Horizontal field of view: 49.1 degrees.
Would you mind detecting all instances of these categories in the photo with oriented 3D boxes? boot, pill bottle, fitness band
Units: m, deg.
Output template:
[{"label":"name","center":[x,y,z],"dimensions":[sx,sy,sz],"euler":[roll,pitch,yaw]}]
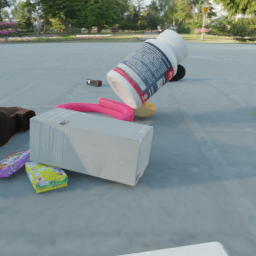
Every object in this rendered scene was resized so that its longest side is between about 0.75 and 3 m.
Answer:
[{"label":"boot","center":[1.533,-3.154,16.108],"dimensions":[2.673,0.972,2.839],"euler":[-16,18,-18]},{"label":"pill bottle","center":[0.659,-1.854,8.609],"dimensions":[2.383,1.425,1.425],"euler":[-43,34,-10]},{"label":"boot","center":[-4.515,-0.225,7.748],"dimensions":[2.909,0.934,2.711],"euler":[8,9,13]},{"label":"fitness band","center":[-1.104,-0.407,8.966],"dimensions":[2.016,0.525,2.806],"euler":[-21,28,-38]}]

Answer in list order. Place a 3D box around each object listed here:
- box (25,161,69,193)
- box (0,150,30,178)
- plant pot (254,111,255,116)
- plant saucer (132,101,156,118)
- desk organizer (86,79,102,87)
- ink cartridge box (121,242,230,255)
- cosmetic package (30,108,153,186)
[{"label":"box","center":[-1.629,0.951,5.614],"dimensions":[0.622,0.256,1.059],"euler":[-8,20,-29]},{"label":"box","center":[-2.505,0.763,5.976],"dimensions":[0.652,0.186,0.953],"euler":[-10,16,22]},{"label":"plant pot","center":[4.913,-0.914,9.475],"dimensions":[1.089,1.034,1.089],"euler":[-1,21,0]},{"label":"plant saucer","center":[0.499,-0.602,9.445],"dimensions":[0.899,0.159,0.899],"euler":[1,41,-1]},{"label":"desk organizer","center":[-1.719,-2.303,14.208],"dimensions":[0.854,0.306,0.329],"euler":[19,25,40]},{"label":"ink cartridge box","center":[0.017,2.058,2.185],"dimensions":[2.640,0.590,2.326],"euler":[-4,20,-9]},{"label":"cosmetic package","center":[-0.730,0.317,5.915],"dimensions":[2.338,1.054,1.249],"euler":[8,16,12]}]
